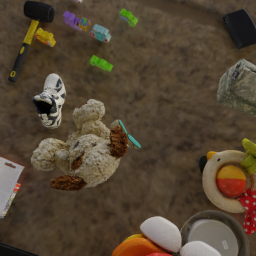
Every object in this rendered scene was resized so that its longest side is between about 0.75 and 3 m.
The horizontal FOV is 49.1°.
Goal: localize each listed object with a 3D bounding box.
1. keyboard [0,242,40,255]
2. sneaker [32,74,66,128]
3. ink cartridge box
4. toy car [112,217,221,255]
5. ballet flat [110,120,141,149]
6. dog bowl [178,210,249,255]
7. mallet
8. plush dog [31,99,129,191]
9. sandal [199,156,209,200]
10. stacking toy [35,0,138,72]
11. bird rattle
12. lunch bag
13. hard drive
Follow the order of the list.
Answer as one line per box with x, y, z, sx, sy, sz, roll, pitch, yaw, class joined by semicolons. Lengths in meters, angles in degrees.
-3.987;4.052;7.696;2.910;0.300;1.849;17;70;4;keyboard
-2.422;-0.986;8.584;0.723;1.179;1.811;7;75;1;sneaker
-3.726;1.750;8.277;0.856;0.395;1.570;22;75;6;ink cartridge box
0.827;3.670;6.630;2.805;2.103;2.455;27;85;22;toy car
-0.110;0.273;8.365;0.438;0.394;1.163;-35;109;13;ballet flat
2.302;3.268;7.783;1.931;0.566;1.931;0;76;0;dog bowl
-3.534;-2.993;9.486;0.976;0.610;2.964;23;80;6;mallet
-0.987;0.728;7.103;2.428;2.086;1.948;-43;116;-4;plush dog
2.491;1.474;8.377;0.512;0.326;1.361;-9;75;-2;sandal
-1.381;-3.383;9.537;2.901;0.682;2.187;27;79;5;stacking toy
3.212;1.608;7.987;2.177;1.505;2.671;5;88;3;bird rattle
3.410;-1.158;7.749;1.552;1.301;1.081;22;61;-4;lunch bag
3.931;-3.468;9.697;0.914;0.287;1.355;-19;76;-5;hard drive
